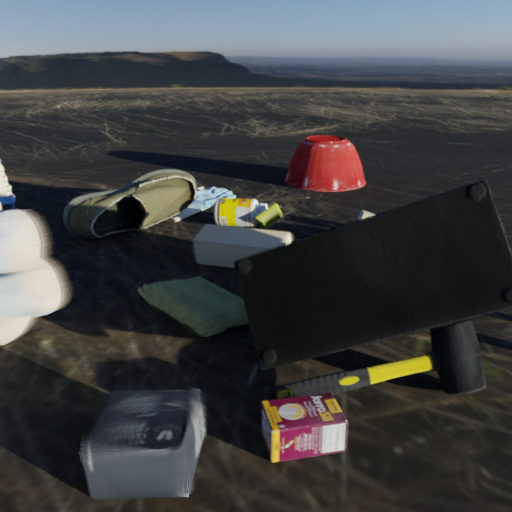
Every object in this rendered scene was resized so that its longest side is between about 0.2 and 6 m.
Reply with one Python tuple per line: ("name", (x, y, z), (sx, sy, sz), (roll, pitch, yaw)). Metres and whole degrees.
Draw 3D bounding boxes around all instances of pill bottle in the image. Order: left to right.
("pill bottle", (-0.320, -0.913, 11.820), (1.075, 0.587, 0.587), (3, 21, 8))

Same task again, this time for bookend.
("bookend", (1.575, 0.322, 6.800), (2.692, 1.248, 2.709), (-18, -10, 19))

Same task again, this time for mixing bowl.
("mixing bowl", (1.901, -2.623, 15.436), (2.262, 1.225, 2.262), (-1, 22, 0))

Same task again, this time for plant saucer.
("plant saucer", (0.286, -0.781, 11.537), (0.539, 0.540, 0.129), (-34, 66, 1))

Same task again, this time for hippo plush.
("hippo plush", (-3.774, 0.373, 6.086), (2.712, 2.160, 2.180), (30, 35, -5))

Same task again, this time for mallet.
("mallet", (1.333, 1.401, 6.073), (2.416, 0.796, 0.497), (-18, -6, -6))

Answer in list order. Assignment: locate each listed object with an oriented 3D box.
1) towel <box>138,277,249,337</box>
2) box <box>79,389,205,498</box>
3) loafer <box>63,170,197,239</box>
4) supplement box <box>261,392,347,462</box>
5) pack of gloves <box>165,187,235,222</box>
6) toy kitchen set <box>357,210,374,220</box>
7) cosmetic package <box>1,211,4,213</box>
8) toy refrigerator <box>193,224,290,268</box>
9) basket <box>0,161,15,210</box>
("towel", (-0.792, 0.671, 7.867), (1.542, 0.281, 1.144), (22, 20, 38))
("box", (-0.986, 1.676, 5.077), (0.874, 0.522, 0.889), (-3, 20, 6))
("loafer", (-2.369, -0.943, 11.468), (2.923, 1.099, 1.018), (-25, 37, -30))
("supplement box", (0.450, 1.648, 5.418), (0.738, 0.381, 0.483), (-5, 21, -12))
("pack of gloves", (-1.944, -1.553, 13.612), (2.215, 0.520, 2.637), (12, 24, 31))
("toy kitchen set", (2.392, -0.477, 10.900), (1.149, 0.677, 0.921), (19, 19, -8))
("cosmetic package", (-5.217, -0.479, 10.692), (0.714, 0.520, 1.404), (5, 20, 37))
("toy refrigerator", (-0.231, -0.113, 9.759), (1.581, 0.553, 0.600), (6, 34, 17))
("basket", (-5.263, -0.955, 10.170), (1.642, 1.862, 1.295), (-17, 26, -34))
